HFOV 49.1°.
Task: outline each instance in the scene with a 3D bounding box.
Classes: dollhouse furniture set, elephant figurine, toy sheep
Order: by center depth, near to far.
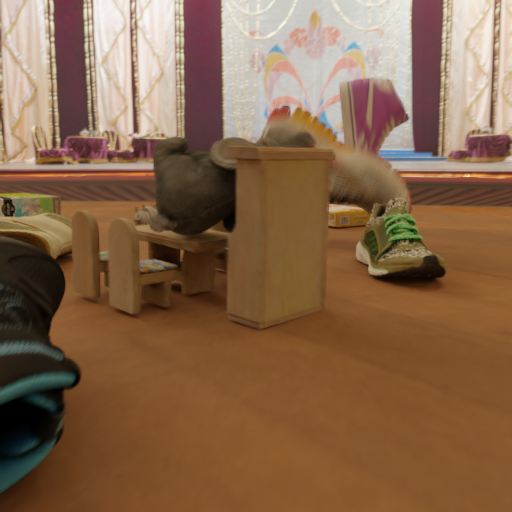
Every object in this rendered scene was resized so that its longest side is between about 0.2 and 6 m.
[{"bbox_3d":[-0.199,-0.924,6.628,1.887,1.464,1.335,-8,-15,6],"label":"elephant figurine"},{"bbox_3d":[-0.543,-0.407,6.767,2.730,1.814,2.393,12,15,43],"label":"dollhouse furniture set"},{"bbox_3d":[-2.469,-0.845,12.651,0.630,0.630,0.913,7,9,31],"label":"toy sheep"}]

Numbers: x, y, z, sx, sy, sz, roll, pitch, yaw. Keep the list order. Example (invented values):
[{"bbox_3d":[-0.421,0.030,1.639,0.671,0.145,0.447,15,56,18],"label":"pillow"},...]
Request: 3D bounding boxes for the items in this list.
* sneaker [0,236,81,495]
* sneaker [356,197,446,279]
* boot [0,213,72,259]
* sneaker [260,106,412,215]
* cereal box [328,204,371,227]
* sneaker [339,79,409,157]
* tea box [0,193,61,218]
[{"bbox_3d":[-1.628,0.751,3.295,1.283,1.147,3.132,11,18,-3],"label":"sneaker"},{"bbox_3d":[2.060,-0.305,8.360,0.958,1.104,2.491,-1,11,-7],"label":"sneaker"},{"bbox_3d":[-4.091,-0.288,8.974,2.395,0.863,1.852,7,12,4],"label":"boot"},{"bbox_3d":[1.363,-1.331,10.154,3.122,1.282,1.215,29,-21,-7],"label":"sneaker"},{"bbox_3d":[1.936,-1.045,14.232,1.489,0.409,2.069,-7,12,-32],"label":"cereal box"},{"bbox_3d":[2.384,-2.302,11.054,1.321,2.317,0.840,-5,18,5],"label":"sneaker"},{"bbox_3d":[-4.661,-0.643,10.448,1.502,1.004,1.478,9,14,40],"label":"tea box"}]
